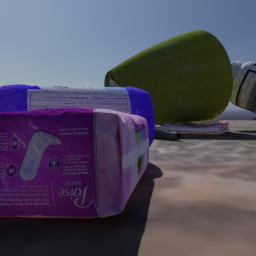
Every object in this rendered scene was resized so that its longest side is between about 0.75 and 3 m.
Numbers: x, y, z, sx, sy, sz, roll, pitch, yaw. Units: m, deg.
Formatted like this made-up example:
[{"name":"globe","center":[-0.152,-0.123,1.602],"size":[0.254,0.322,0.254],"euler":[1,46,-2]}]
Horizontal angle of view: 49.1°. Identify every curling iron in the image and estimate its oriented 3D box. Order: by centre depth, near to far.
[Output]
[{"name":"curling iron","center":[0.251,0.017,4.780],"size":[0.498,0.257,2.010],"euler":[0,2,-26]}]

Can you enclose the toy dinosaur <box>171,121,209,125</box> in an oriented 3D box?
[{"name":"toy dinosaur","center":[1.764,-0.124,8.857],"size":[1.378,0.416,0.732],"euler":[-6,26,-8]}]

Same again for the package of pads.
[{"name":"package of pads","center":[-0.209,0.096,1.237],"size":[0.548,0.344,0.909],"euler":[-2,1,9]}]

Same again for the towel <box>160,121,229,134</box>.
[{"name":"towel","center":[1.545,-0.030,6.300],"size":[1.231,0.252,1.682],"euler":[0,2,27]}]

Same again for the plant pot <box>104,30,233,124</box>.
[{"name":"plant pot","center":[0.755,-1.032,6.747],"size":[2.447,2.290,2.290],"euler":[-15,8,-22]}]

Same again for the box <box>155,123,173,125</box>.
[{"name":"box","center":[0.936,-0.923,10.153],"size":[1.995,1.598,0.434],"euler":[5,-6,-41]}]

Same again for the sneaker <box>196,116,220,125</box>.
[{"name":"sneaker","center":[2.213,-0.322,10.012],"size":[1.842,0.651,0.914],"euler":[5,0,-5]}]

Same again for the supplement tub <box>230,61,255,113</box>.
[{"name":"supplement tub","center":[3.498,-1.011,7.410],"size":[1.761,1.236,1.236],"euler":[29,18,32]}]

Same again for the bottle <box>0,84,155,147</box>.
[{"name":"bottle","center":[-0.646,-0.031,1.988],"size":[1.611,0.526,0.673],"euler":[-1,-6,-17]}]
